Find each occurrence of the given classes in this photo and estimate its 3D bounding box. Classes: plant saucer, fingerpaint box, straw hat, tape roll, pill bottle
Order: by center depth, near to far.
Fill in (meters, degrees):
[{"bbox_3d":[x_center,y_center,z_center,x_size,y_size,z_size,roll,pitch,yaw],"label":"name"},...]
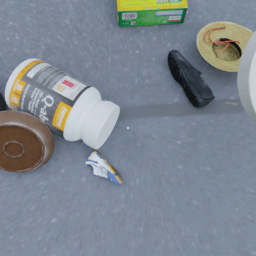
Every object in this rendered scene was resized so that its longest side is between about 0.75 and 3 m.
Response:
[{"bbox_3d":[2.641,-0.807,4.153,2.024,0.370,2.024,-2,106,-7],"label":"tape roll"},{"bbox_3d":[-2.594,0.421,6.446,1.735,1.735,0.299,-9,32,-3],"label":"plant saucer"},{"bbox_3d":[-1.552,-0.562,6.836,2.479,1.442,1.442,28,73,9],"label":"pill bottle"},{"bbox_3d":[2.678,-2.049,7.708,1.740,0.736,1.740,-1,65,2],"label":"straw hat"},{"bbox_3d":[0.630,-3.956,8.350,1.994,0.731,1.663,-4,72,-2],"label":"fingerpaint box"}]

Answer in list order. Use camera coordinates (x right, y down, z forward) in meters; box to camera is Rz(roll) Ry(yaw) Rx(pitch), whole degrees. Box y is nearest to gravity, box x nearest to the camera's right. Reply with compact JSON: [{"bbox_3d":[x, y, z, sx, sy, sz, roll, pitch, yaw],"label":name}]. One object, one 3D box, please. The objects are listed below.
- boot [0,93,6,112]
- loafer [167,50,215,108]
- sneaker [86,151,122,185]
[{"bbox_3d":[-3.915,-0.209,7.009,1.718,0.911,2.609,-30,71,-8],"label":"boot"},{"bbox_3d":[1.680,-1.378,7.580,0.630,0.609,1.795,-25,75,-17],"label":"loafer"},{"bbox_3d":[-0.594,1.069,6.879,0.466,0.398,1.057,-45,71,-1],"label":"sneaker"}]
